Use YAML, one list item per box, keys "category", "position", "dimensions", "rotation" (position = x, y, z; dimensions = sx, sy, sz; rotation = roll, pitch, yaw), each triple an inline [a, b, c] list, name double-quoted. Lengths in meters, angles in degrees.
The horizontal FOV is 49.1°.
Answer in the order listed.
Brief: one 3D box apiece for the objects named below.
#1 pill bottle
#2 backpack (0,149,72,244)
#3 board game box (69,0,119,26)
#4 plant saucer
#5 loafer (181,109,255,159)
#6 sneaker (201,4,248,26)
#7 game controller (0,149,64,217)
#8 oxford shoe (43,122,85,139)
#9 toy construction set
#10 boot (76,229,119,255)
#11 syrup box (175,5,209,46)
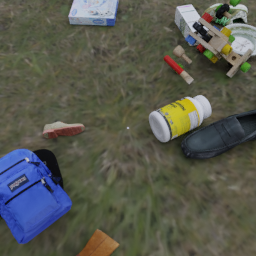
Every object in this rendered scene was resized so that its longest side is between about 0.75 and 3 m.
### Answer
- category: "pill bottle"
  position: [1.325, -0.281, 7.043]
  dimensions: [1.444, 0.812, 0.812]
  rotation: [-25, 59, -16]
- category: "backpack"
  position: [-1.951, 1.183, 5.402]
  dimensions: [1.273, 1.314, 1.566]
  rotation: [-33, 78, -27]
- category: "board game box"
  position: [-1.191, -4.315, 10.082]
  dimensions: [1.579, 0.344, 1.586]
  rotation: [4, 56, 3]
- category: "plant saucer"
  position: [3.634, -2.727, 8.976]
  dimensions: [1.537, 0.386, 1.537]
  rotation: [0, 56, -1]
- category: "loafer"
  position: [2.436, 0.072, 6.763]
  dimensions: [2.442, 0.857, 0.829]
  rotation: [-17, 60, -10]
- category: "sneaker"
  position: [3.348, -3.775, 9.594]
  dimensions: [1.688, 0.649, 0.748]
  rotation: [-4, 64, -1]
- category: "game controller"
  position: [-2.554, 1.245, 6.091]
  dimensions: [2.175, 0.458, 1.135]
  rotation: [-18, 86, -12]
- category: "oxford shoe"
  position: [-1.643, -0.025, 7.148]
  dimensions: [1.057, 0.374, 0.390]
  rotation: [-7, 52, -5]
- category: "toy construction set"
  position: [2.454, -2.051, 7.916]
  dimensions: [2.332, 1.945, 1.792]
  rotation: [-41, 76, -3]
- category: "boot"
  position: [-0.559, 2.678, 5.393]
  dimensions: [1.044, 0.380, 1.109]
  rotation: [30, 53, 27]
- category: "syrup box"
  position: [2.092, -3.445, 9.350]
  dimensions: [0.590, 0.570, 1.448]
  rotation: [-12, 56, -8]
